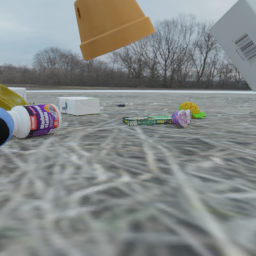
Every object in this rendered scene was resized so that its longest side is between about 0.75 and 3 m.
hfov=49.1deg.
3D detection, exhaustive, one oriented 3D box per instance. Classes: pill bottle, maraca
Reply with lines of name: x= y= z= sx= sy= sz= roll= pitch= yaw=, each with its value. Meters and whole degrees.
pill bottle: x=-2.378 y=-0.172 z=6.788 sx=0.765 sy=0.765 sz=1.373 roll=7 pitch=12 yaw=37
maraca: x=2.378 y=-0.621 z=10.379 sx=1.065 sy=0.570 sz=0.730 roll=32 pitch=40 yaw=33

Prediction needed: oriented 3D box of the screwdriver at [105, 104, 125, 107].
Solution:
screwdriver: x=-0.708 y=-1.233 z=15.113 sx=1.118 sy=0.163 sz=0.156 roll=5 pitch=8 yaw=7

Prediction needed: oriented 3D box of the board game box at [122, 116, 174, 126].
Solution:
board game box: x=0.689 y=-0.249 z=9.124 sx=1.618 sy=0.190 sz=0.848 roll=-2 pitch=7 yaw=-14

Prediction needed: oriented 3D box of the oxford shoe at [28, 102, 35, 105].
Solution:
oxford shoe: x=-4.784 y=-1.060 z=13.516 sx=0.328 sy=0.349 sz=0.933 roll=1 pitch=9 yaw=9

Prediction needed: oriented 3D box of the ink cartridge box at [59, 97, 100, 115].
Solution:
ink cartridge box: x=-2.186 y=-0.976 z=12.012 sx=1.150 sy=0.661 sz=1.964 roll=-7 pitch=12 yaw=-36

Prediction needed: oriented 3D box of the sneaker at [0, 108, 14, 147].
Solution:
sneaker: x=-3.270 y=0.207 z=4.276 sx=2.880 sy=1.010 sz=1.122 roll=-6 pitch=21 yaw=-22

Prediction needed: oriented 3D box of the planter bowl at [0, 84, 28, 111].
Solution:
planter bowl: x=-3.535 y=-0.427 z=7.393 sx=1.819 sy=0.757 sz=1.819 roll=35 pitch=20 yaw=-14

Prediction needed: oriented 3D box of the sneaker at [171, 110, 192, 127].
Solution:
sneaker: x=1.574 y=-0.294 z=8.609 sx=0.560 sy=0.509 sz=1.266 roll=-3 pitch=3 yaw=23

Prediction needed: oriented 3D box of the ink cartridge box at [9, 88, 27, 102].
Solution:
ink cartridge box: x=-5.653 y=-1.043 z=11.023 sx=2.622 sy=1.110 sz=1.895 roll=-7 pitch=12 yaw=-44

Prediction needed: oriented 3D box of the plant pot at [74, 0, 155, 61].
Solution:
plant pot: x=-0.589 y=-3.509 z=9.121 sx=2.549 sy=1.784 sz=2.549 roll=-20 pitch=18 yaw=7

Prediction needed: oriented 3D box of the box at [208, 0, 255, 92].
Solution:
box: x=3.471 y=-2.362 z=5.804 sx=2.847 sy=1.771 sz=1.388 roll=-36 pitch=1 yaw=-11
